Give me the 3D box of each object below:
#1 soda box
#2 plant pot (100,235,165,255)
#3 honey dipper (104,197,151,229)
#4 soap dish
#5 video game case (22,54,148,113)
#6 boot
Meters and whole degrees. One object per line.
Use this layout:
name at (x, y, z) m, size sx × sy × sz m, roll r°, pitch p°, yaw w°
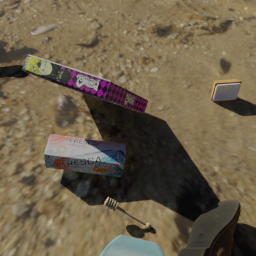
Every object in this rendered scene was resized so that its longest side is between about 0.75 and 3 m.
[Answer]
soda box at (-1.038, 0.685, 6.909) m, size 1.922 × 0.611 × 0.657 m, roll 7°, pitch 49°, yaw -4°
plant pot at (0.052, 2.733, 4.921) m, size 1.322 × 1.319 × 1.347 m, roll 10°, pitch 34°, yaw 8°
honey dipper at (0.009, 1.874, 6.116) m, size 1.139 × 0.216 × 0.216 m, roll 31°, pitch 52°, yaw -4°
soap dish at (3.007, -1.183, 8.663) m, size 0.842 × 0.662 × 0.342 m, roll -5°, pitch 43°, yaw -6°
video game case at (-0.969, -1.095, 7.463) m, size 2.414 × 2.663 × 0.477 m, roll 22°, pitch 94°, yaw 22°
boot at (1.706, 2.306, 5.492) m, size 2.220 × 0.817 × 0.838 m, roll -40°, pitch 99°, yaw -38°
